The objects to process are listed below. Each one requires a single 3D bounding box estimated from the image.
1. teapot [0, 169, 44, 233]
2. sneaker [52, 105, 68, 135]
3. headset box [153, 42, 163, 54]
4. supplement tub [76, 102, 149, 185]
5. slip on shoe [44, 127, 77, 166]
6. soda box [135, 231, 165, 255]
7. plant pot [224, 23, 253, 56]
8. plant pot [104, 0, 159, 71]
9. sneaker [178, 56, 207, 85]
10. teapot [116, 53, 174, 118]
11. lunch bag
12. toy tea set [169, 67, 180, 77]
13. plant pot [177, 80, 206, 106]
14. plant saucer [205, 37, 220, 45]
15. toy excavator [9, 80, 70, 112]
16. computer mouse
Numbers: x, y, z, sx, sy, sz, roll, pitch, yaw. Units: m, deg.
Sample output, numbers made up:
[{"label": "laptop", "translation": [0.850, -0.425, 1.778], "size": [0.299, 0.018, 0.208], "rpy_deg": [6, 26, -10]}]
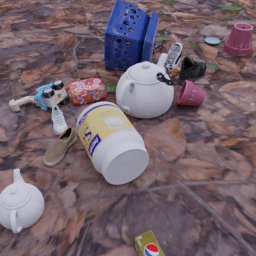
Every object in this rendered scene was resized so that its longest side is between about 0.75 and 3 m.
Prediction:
[{"label": "teapot", "translation": [-2.848, 1.920, 7.257], "size": [1.321, 0.965, 1.304], "rpy_deg": [23, 47, 23]}, {"label": "sneaker", "translation": [-2.516, -0.314, 10.059], "size": [0.516, 0.597, 1.378], "rpy_deg": [-17, 45, -20]}, {"label": "headset box", "translation": [1.312, -4.185, 14.606], "size": [0.628, 0.326, 0.844], "rpy_deg": [29, 50, 28]}, {"label": "supplement tub", "translation": [-0.490, 0.417, 8.451], "size": [1.623, 1.623, 2.233], "rpy_deg": [-17, 44, -19]}, {"label": "slip on shoe", "translation": [-2.205, 0.572, 9.143], "size": [0.590, 0.470, 1.552], "rpy_deg": [20, 45, 21]}, {"label": "soda box", "translation": [0.641, 3.083, 6.343], "size": [0.464, 0.438, 1.369], "rpy_deg": [-17, 45, -17]}, {"label": "plant pot", "translation": [5.749, -4.580, 14.341], "size": [1.426, 1.276, 1.426], "rpy_deg": [0, 41, 0]}, {"label": "plant pot", "translation": [0.189, -4.020, 12.711], "size": [2.096, 2.331, 2.331], "rpy_deg": [12, 61, 4]}, {"label": "sneaker", "translation": [2.960, -2.725, 12.404], "size": [0.738, 1.106, 1.930], "rpy_deg": [35, 50, 30]}, {"label": "teapot", "translation": [0.621, -1.638, 10.643], "size": [2.410, 1.783, 2.442], "rpy_deg": [-6, 43, -7]}, {"label": "lunch bag", "translation": [-1.727, -1.577, 11.461], "size": [1.460, 0.598, 1.286], "rpy_deg": [-15, 44, -17]}, {"label": "toy tea set", "translation": [2.055, -2.624, 12.952], "size": [0.524, 0.326, 0.882], "rpy_deg": [40, 45, -1]}, {"label": "plant pot", "translation": [2.506, -1.272, 10.948], "size": [0.880, 0.983, 0.983], "rpy_deg": [19, 43, -3]}, {"label": "plant saucer", "translation": [4.630, -4.746, 15.365], "size": [0.819, 0.158, 0.819], "rpy_deg": [0, 42, 0]}, {"label": "toy excavator", "translation": [-3.468, -1.144, 10.943], "size": [1.778, 0.888, 1.729], "rpy_deg": [10, 43, 31]}, {"label": "computer mouse", "translation": [1.459, -2.113, 9.259], "size": [0.302, 1.378, 0.756], "rpy_deg": [14, 15, -46]}]
